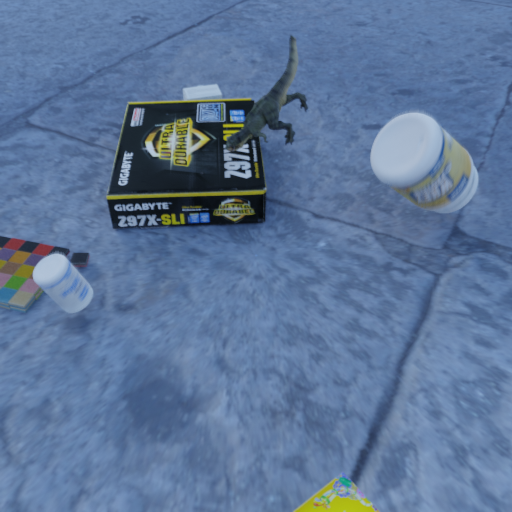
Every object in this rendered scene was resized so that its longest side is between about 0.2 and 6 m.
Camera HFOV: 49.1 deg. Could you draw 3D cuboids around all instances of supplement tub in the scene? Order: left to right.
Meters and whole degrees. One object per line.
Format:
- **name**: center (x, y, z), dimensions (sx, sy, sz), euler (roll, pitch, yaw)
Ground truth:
- **supplement tub**: center (-3.195, 0.460, 9.299), dimensions (0.609, 0.922, 0.609), euler (-11, 50, 13)
- **supplement tub**: center (3.277, -1.712, 10.769), dimensions (1.955, 1.414, 1.414), euler (23, 24, -41)

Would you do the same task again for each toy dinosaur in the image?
- **toy dinosaur**: center (0.426, -2.949, 11.277), dimensions (1.168, 2.650, 0.629), euler (18, 31, -34)

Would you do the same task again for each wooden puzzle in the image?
- **wooden puzzle**: center (-4.553, 0.302, 10.461), dimensions (2.687, 0.189, 1.594), euler (10, 43, 12)

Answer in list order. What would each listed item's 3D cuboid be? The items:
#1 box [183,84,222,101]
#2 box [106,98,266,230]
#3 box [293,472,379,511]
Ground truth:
- **box**: center (-1.377, -3.871, 14.570), dimensions (0.920, 0.925, 0.605), euler (-11, 45, -11)
- **box**: center (-1.491, -2.226, 12.713), dimensions (3.204, 0.990, 4.013), euler (-1, 42, -3)
- **box**: center (0.648, 3.412, 6.073), dimensions (1.452, 1.399, 0.886), euler (-26, 48, -27)
